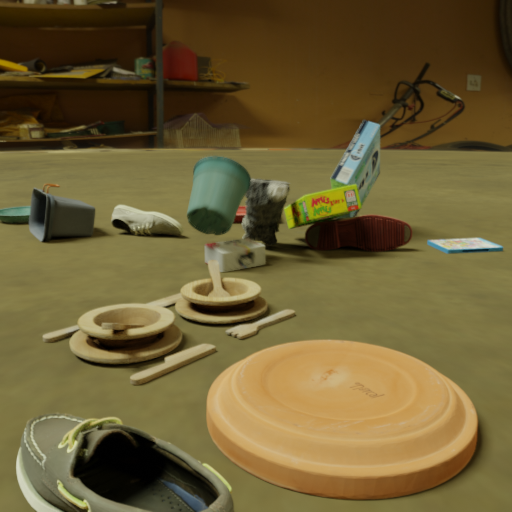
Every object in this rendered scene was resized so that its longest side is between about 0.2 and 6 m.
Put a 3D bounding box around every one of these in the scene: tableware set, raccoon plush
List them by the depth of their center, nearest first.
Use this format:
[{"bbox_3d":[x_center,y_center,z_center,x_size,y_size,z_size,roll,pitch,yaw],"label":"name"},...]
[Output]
[{"bbox_3d":[-0.990,0.622,6.985,1.854,0.562,2.805,11,18,39],"label":"tableware set"},{"bbox_3d":[0.098,-0.752,10.704,0.977,1.352,2.019,6,10,4],"label":"raccoon plush"}]

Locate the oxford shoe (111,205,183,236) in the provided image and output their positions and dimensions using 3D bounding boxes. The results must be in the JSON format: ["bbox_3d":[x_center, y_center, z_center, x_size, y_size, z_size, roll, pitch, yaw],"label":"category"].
[{"bbox_3d":[-2.460,-0.677,12.508,1.819,0.684,0.525,13,58,19],"label":"oxford shoe"}]

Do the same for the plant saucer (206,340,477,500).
[{"bbox_3d":[0.718,1.240,4.911,2.304,0.372,2.304,0,15,0],"label":"plant saucer"}]

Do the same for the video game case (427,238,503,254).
[{"bbox_3d":[4.210,-0.205,11.330,1.189,0.106,0.851,-2,14,-10],"label":"video game case"}]

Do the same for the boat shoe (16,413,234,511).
[{"bbox_3d":[-0.896,1.410,3.609,2.154,0.644,0.770,13,19,42],"label":"boat shoe"}]

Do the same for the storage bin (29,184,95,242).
[{"bbox_3d":[-4.338,-0.972,12.570,1.108,1.201,1.650,3,10,-34],"label":"storage bin"}]

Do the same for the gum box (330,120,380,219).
[{"bbox_3d":[2.240,-1.785,12.412,0.417,1.592,1.874,24,-17,20],"label":"gum box"}]

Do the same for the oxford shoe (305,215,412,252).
[{"bbox_3d":[2.044,-0.509,11.280,2.092,0.737,0.782,2,11,7],"label":"oxford shoe"}]

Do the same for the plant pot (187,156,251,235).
[{"bbox_3d":[-0.712,-0.995,9.772,1.061,1.061,1.039,4,56,15],"label":"plant pot"}]

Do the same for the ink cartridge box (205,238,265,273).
[{"bbox_3d":[-0.375,-0.027,9.946,0.899,0.372,0.655,-10,19,-30],"label":"ink cartridge box"}]

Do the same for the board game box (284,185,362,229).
[{"bbox_3d":[1.272,-0.947,11.182,1.018,0.477,2.004,-13,0,-8],"label":"board game box"}]

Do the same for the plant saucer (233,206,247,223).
[{"bbox_3d":[-0.140,-1.065,14.526,1.398,0.256,1.395,1,14,-1],"label":"plant saucer"}]

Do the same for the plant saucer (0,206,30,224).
[{"bbox_3d":[-5.935,-1.042,14.407,1.482,0.266,1.482,0,15,0],"label":"plant saucer"}]
